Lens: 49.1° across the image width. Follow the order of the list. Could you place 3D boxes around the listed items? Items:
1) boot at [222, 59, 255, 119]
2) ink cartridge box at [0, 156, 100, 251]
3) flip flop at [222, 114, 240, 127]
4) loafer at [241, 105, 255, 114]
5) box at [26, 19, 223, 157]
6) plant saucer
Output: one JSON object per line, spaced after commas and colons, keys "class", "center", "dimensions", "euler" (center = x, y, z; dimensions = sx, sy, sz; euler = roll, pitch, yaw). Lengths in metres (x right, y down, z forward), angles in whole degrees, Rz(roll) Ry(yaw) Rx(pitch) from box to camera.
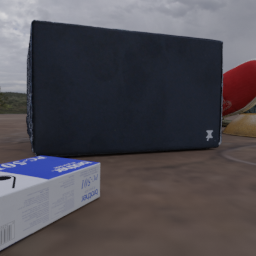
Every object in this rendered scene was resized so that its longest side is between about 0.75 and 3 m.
{"class": "boot", "center": [1.819, -0.683, 6.835], "dimensions": [2.076, 1.042, 2.878], "euler": [-4, -22, -35]}
{"class": "ink cartridge box", "center": [-0.630, 0.350, 1.399], "dimensions": [0.511, 0.241, 1.088], "euler": [3, 4, 25]}
{"class": "flip flop", "center": [3.208, -0.438, 9.659], "dimensions": [2.471, 0.711, 1.002], "euler": [6, 5, 12]}
{"class": "loafer", "center": [4.188, -0.394, 8.747], "dimensions": [2.902, 1.043, 0.913], "euler": [7, -14, -33]}
{"class": "box", "center": [-0.301, -0.517, 4.654], "dimensions": [2.604, 1.614, 2.560], "euler": [-1, 6, -21]}
{"class": "plant saucer", "center": [3.669, -0.097, 6.541], "dimensions": [2.762, 0.489, 2.762], "euler": [0, 3, 0]}
